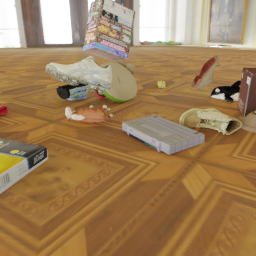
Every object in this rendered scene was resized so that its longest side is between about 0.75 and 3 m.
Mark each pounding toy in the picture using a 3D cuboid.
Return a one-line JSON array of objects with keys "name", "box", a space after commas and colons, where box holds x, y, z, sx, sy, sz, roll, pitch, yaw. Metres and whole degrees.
[{"name": "pounding toy", "box": [-0.811, -2.354, 14.628, 2.281, 1.371, 2.955, 23, 51, -23]}]

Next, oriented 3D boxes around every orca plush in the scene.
[{"name": "orca plush", "box": [5.611, -1.879, 14.140, 2.726, 0.969, 1.434, 19, 28, 41]}]

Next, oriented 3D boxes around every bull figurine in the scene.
[{"name": "bull figurine", "box": [-1.546, -0.567, 11.194, 1.900, 0.619, 1.154, 9, 22, 22]}]

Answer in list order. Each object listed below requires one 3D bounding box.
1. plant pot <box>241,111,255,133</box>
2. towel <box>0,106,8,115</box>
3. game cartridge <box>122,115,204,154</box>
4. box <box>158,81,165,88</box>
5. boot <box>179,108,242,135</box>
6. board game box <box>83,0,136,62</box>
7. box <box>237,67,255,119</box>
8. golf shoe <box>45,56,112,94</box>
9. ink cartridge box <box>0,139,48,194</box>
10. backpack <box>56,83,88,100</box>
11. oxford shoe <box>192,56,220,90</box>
[{"name": "plant pot", "box": [4.893, -0.276, 10.506, 1.247, 0.576, 1.247, -1, 20, 0]}, {"name": "towel", "box": [-6.627, -0.590, 11.746, 2.549, 0.287, 1.843, 5, 23, 18]}, {"name": "game cartridge", "box": [1.104, 0.167, 9.576, 1.629, 0.482, 2.513, -18, 27, -30]}, {"name": "box", "box": [2.077, -2.728, 17.379, 0.387, 0.258, 1.030, 1, 21, 1]}, {"name": "boot", "box": [2.990, -0.211, 10.208, 1.901, 0.685, 1.470, -8, 23, -24]}, {"name": "board game box", "box": [-0.787, -4.094, 11.813, 1.688, 2.118, 1.026, 10, -2, -36]}, {"name": "box", "box": [5.999, -1.434, 11.672, 2.292, 1.882, 1.901, 5, 21, 12]}, {"name": "golf shoe", "box": [-1.353, -1.650, 7.995, 1.915, 0.931, 0.750, 14, -4, -27]}, {"name": "ink cartridge box", "box": [-3.832, 0.949, 7.348, 2.448, 0.575, 2.420, 9, 23, 17]}, {"name": "backpack", "box": [-2.733, -1.857, 14.265, 1.385, 1.065, 1.130, -34, 29, -31]}, {"name": "oxford shoe", "box": [1.712, -1.161, 5.975, 0.306, 0.818, 0.288, 22, 38, -16]}]
